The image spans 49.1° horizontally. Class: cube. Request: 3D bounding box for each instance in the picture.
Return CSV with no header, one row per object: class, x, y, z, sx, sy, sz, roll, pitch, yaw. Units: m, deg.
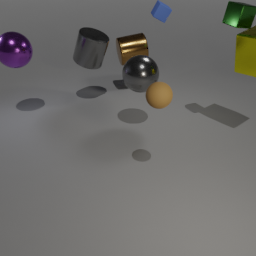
cube,4.742,-2.675,9.738,1.400,1.400,1.400,-30,38,-26
cube,3.722,-3.765,9.331,0.700,0.700,0.700,-9,36,-28
cube,1.651,-5.799,13.940,0.700,0.700,0.700,20,32,-22

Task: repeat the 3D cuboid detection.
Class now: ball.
ball,0.477,-2.037,10.569,1.400,1.400,1.400,0,29,0
ball,-4.490,-3.064,11.036,1.400,1.400,1.400,0,29,0
ball,0.806,-0.847,7.255,0.700,0.700,0.700,0,29,0

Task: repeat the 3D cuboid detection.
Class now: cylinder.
cylinder,-1.702,-3.647,12.842,1.400,1.400,1.400,15,38,-12
cylinder,0.202,-4.026,14.333,1.400,1.400,1.400,-13,31,-6
